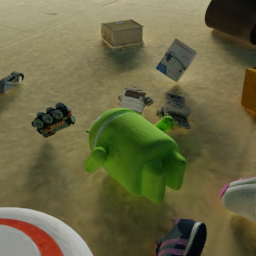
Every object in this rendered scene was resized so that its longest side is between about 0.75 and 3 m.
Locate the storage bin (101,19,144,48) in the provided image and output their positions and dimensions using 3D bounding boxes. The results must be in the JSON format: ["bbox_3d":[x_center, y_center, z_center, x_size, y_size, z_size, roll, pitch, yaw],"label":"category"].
[{"bbox_3d":[-0.292,-4.433,12.971,1.563,0.732,1.551,-16,39,-20],"label":"storage bin"}]

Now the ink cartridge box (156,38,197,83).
[{"bbox_3d":[1.639,-2.269,9.478,0.874,1.193,0.512,36,17,9],"label":"ink cartridge box"}]

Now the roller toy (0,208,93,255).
[{"bbox_3d":[-1.522,2.404,2.787,2.973,2.077,2.712,17,34,32],"label":"roller toy"}]

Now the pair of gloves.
[{"bbox_3d":[0.735,-0.618,8.021,2.096,0.367,1.782,10,28,-5],"label":"pair of gloves"}]

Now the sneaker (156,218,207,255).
[{"bbox_3d":[0.647,2.145,4.527,0.683,0.584,1.666,4,32,42],"label":"sneaker"}]

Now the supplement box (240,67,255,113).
[{"bbox_3d":[4.541,-1.051,7.916,1.757,1.167,1.733,-14,30,-18],"label":"supplement box"}]

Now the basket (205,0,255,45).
[{"bbox_3d":[5.326,-5.156,12.922,1.911,2.534,2.810,23,28,-43],"label":"basket"}]

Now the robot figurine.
[{"bbox_3d":[0.096,0.466,5.937,2.082,1.373,2.373,-26,45,-28],"label":"robot figurine"}]

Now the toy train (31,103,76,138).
[{"bbox_3d":[-1.869,-0.187,7.090,1.130,0.644,0.482,-23,35,16],"label":"toy train"}]

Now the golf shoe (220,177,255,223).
[{"bbox_3d":[2.848,1.556,4.631,2.683,1.010,1.228,5,41,31],"label":"golf shoe"}]

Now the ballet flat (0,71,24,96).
[{"bbox_3d":[-3.901,-1.477,9.269,0.454,0.480,1.424,11,38,6],"label":"ballet flat"}]
